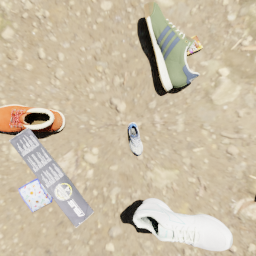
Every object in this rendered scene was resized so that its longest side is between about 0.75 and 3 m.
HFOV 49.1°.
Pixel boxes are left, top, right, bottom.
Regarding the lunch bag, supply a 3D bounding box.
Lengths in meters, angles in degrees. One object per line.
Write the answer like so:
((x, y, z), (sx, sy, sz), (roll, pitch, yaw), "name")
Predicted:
((-3.060, 2.169, 9.295), (0.770, 0.561, 0.906), (-30, 110, -2), "lunch bag")

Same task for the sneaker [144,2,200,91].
((1.524, -2.806, 9.266), (1.335, 0.997, 2.974), (-13, 94, 18), "sneaker")

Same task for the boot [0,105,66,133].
((-3.484, -0.327, 9.087), (2.654, 1.423, 0.996), (0, 89, 2), "boot")

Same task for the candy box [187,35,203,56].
((2.107, -2.825, 9.793), (0.866, 0.244, 0.505), (-25, 87, -2), "candy box")

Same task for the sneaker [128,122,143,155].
((0.223, 0.374, 9.493), (0.446, 0.493, 1.158), (-14, 88, -1), "sneaker")

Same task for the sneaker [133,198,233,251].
((1.349, 2.714, 7.435), (2.665, 1.068, 0.937), (10, 101, 26), "sneaker")

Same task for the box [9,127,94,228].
((-2.229, 1.520, 8.468), (0.722, 2.370, 2.940), (-38, 88, -19), "box")
